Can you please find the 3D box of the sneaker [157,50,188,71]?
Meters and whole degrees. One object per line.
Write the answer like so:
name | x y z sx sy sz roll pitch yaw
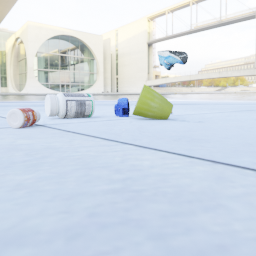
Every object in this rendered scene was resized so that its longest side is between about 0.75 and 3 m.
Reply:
sneaker | 0.850 -1.259 5.277 0.320 0.367 0.817 -13 23 -22

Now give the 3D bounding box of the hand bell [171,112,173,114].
hand bell | 2.231 -0.866 14.759 0.418 0.418 0.803 3 -5 23

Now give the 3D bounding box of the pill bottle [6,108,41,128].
pill bottle | -3.229 -0.335 8.793 0.599 0.599 1.068 2 7 15

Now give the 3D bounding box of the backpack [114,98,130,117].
backpack | -0.269 -0.952 12.805 0.734 0.875 0.711 -1 8 -6

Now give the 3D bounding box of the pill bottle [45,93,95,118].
pill bottle | -2.474 -0.953 11.931 1.915 1.083 1.083 -2 7 -30

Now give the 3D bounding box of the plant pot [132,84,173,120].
plant pot | 1.052 -0.900 11.248 1.407 1.316 1.316 21 7 -1
